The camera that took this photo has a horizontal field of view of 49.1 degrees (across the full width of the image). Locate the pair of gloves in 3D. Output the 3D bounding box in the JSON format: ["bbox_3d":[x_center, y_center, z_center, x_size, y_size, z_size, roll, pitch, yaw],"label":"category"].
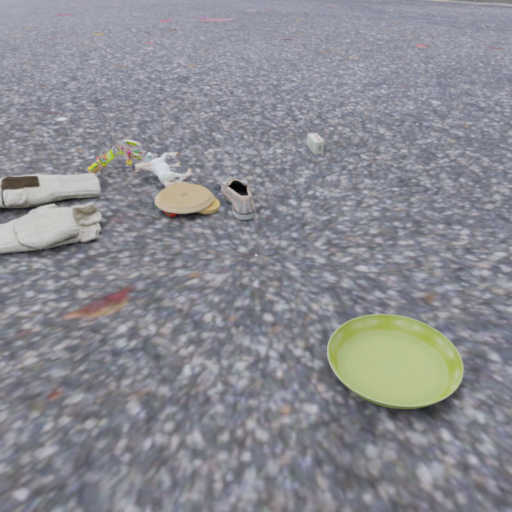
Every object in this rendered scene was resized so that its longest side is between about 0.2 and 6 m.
[{"bbox_3d":[-4.985,-1.104,12.687,2.872,0.592,3.378,-7,34,-11],"label":"pair of gloves"}]

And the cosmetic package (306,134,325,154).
[{"bbox_3d":[1.721,-3.252,16.208,0.311,0.369,0.713,-6,34,-13],"label":"cosmetic package"}]

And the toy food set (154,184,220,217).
[{"bbox_3d":[-1.671,-1.305,13.208,1.436,0.349,1.422,-17,36,-24],"label":"toy food set"}]

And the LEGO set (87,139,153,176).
[{"bbox_3d":[-3.597,-2.643,14.740,1.743,0.649,0.802,-9,75,-16],"label":"LEGO set"}]

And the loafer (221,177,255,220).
[{"bbox_3d":[-0.401,-1.533,13.326,0.685,0.599,1.905,-8,34,-12],"label":"loafer"}]

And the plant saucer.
[{"bbox_3d":[2.116,1.654,8.674,2.039,0.317,2.039,-1,33,0],"label":"plant saucer"}]

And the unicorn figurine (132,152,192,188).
[{"bbox_3d":[-2.380,-2.200,14.343,1.124,0.604,1.636,-22,40,-26],"label":"unicorn figurine"}]
